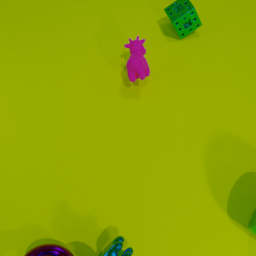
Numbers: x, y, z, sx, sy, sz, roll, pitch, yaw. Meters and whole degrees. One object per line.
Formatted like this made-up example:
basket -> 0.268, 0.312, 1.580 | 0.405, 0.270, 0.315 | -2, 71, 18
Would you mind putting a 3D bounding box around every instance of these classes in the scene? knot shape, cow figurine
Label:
knot shape -> -1.281, 2.705, 4.879 | 1.597, 0.738, 1.495 | -35, 57, -11
cow figurine -> 0.216, -1.838, 7.388 | 0.616, 1.104, 1.122 | -11, 15, 19
cow figurine -> -0.356, 2.387, 5.001 | 0.934, 0.949, 0.521 | -41, 79, -5

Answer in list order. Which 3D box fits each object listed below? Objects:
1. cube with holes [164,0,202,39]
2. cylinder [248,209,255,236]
cube with holes -> 1.654, -3.332, 8.423 | 0.739, 0.739, 0.739 | -30, 54, 17
cylinder -> 3.188, 1.770, 5.171 | 1.324, 1.324, 1.324 | 35, 65, 19
